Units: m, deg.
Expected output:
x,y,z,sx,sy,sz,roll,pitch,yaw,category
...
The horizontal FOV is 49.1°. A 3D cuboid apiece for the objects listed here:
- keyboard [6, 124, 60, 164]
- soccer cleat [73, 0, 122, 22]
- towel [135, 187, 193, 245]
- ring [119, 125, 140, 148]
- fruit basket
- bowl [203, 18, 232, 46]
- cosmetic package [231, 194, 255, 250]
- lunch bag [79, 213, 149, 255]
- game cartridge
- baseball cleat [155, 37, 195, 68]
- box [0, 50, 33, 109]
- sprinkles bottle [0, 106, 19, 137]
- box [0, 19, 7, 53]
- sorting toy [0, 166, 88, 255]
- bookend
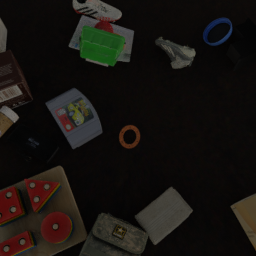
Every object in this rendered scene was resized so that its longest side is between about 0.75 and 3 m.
x,y,z,sx,sy,sz,roll,pitch,yaw,category
-3.783,0.723,10.958,1.989,0.255,1.194,27,63,11,keyboard
-1.498,-5.729,13.285,2.457,1.047,0.843,19,68,8,soccer cleat
1.276,3.065,9.945,1.826,0.315,1.210,-35,70,-13,towel
0.058,0.341,10.966,0.920,0.088,0.920,-4,98,-27,ring
-1.069,-3.899,12.330,2.554,1.292,2.757,14,41,-8,fruit basket
4.087,-4.358,12.738,1.338,0.263,1.338,-21,56,35,bowl
4.509,3.405,9.327,0.804,1.190,2.261,-23,67,-10,cosmetic package
-0.503,4.009,9.024,1.805,1.294,2.200,21,62,9,lunch bag
-2.129,-0.492,11.400,1.579,0.485,2.372,-30,70,-16,game cartridge
1.933,-3.288,12.413,2.101,0.732,1.118,32,113,37,baseball cleat
-4.996,-1.887,11.423,1.460,1.445,1.759,-23,69,-9,box
-5.297,0.158,10.936,0.750,0.750,2.199,33,71,13,sprinkles bottle
-6.536,-4.235,12.248,1.771,1.779,1.524,-5,68,-1,box
-3.216,2.995,9.591,2.800,0.980,2.817,-23,68,-10,sorting toy
5.092,-3.765,12.570,1.790,0.825,1.779,-26,68,-10,bookend
